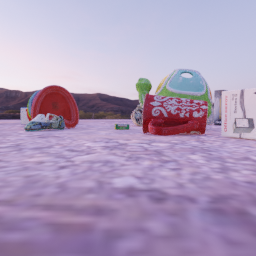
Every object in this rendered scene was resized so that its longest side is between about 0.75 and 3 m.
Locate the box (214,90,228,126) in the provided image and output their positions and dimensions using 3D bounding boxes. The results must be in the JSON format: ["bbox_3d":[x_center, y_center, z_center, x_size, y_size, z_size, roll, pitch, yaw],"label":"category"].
[{"bbox_3d":[5.344,-1.058,15.024,0.557,1.824,2.303,3,3,40],"label":"box"}]

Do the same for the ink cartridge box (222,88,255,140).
[{"bbox_3d":[2.510,-0.273,5.473,0.571,0.989,1.360,-1,2,-26],"label":"ink cartridge box"}]

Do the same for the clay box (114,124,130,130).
[{"bbox_3d":[-0.227,-0.057,10.007,0.498,0.206,0.867,1,3,-6],"label":"clay box"}]

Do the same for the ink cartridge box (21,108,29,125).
[{"bbox_3d":[-4.199,-0.620,15.233,1.574,0.911,2.710,2,2,38],"label":"ink cartridge box"}]

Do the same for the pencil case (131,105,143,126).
[{"bbox_3d":[0.635,-0.594,13.762,0.871,1.001,2.238,-1,1,-2],"label":"pencil case"}]

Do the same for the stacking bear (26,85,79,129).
[{"bbox_3d":[-3.346,-0.713,11.367,1.751,1.640,2.884,-1,-2,-32],"label":"stacking bear"}]

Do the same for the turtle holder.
[{"bbox_3d":[1.765,-1.114,10.319,2.628,1.866,1.997,2,-12,32],"label":"turtle holder"}]

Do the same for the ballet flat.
[{"bbox_3d":[-2.704,-0.196,9.109,0.610,0.610,1.642,1,3,26],"label":"ballet flat"}]

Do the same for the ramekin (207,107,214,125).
[{"bbox_3d":[4.533,-0.705,16.088,1.129,1.129,0.526,-1,-8,-17],"label":"ramekin"}]

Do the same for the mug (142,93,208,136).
[{"bbox_3d":[1.169,-0.176,7.061,1.549,1.375,1.034,5,-33,10],"label":"mug"}]
